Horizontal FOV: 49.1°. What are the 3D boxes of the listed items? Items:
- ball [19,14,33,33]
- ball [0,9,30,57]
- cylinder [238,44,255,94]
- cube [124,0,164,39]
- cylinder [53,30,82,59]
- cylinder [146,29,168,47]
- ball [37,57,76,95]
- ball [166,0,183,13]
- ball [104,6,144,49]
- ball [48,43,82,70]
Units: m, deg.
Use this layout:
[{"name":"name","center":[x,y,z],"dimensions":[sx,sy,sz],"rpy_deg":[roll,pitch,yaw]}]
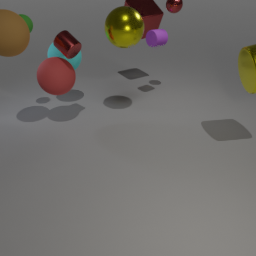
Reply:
[{"name":"ball","center":[-3.731,-3.658,9.927],"dimensions":[0.700,0.700,0.700],"rpy_deg":[0,30,0]},{"name":"ball","center":[-3.791,-2.934,8.709],"dimensions":[1.400,1.400,1.400],"rpy_deg":[0,30,0]},{"name":"cylinder","center":[4.154,-1.820,8.169],"dimensions":[1.400,1.400,1.400],"rpy_deg":[-13,29,5]},{"name":"cube","center":[0.655,-5.383,13.734],"dimensions":[1.400,1.400,1.400],"rpy_deg":[-22,67,-23]},{"name":"cylinder","center":[-2.086,-2.874,9.678],"dimensions":[0.700,0.700,0.700],"rpy_deg":[44,42,8]},{"name":"cylinder","center":[1.248,-3.891,12.109],"dimensions":[0.700,0.700,0.700],"rpy_deg":[-21,35,-36]},{"name":"ball","center":[-2.644,-1.912,10.356],"dimensions":[1.400,1.400,1.400],"rpy_deg":[0,30,0]},{"name":"ball","center":[1.923,-5.135,11.625],"dimensions":[0.700,0.700,0.700],"rpy_deg":[0,30,0]},{"name":"ball","center":[-0.126,-3.514,9.817],"dimensions":[1.400,1.400,1.400],"rpy_deg":[0,30,0]},{"name":"ball","center":[-2.675,-3.051,11.853],"dimensions":[1.400,1.400,1.400],"rpy_deg":[0,30,0]}]
